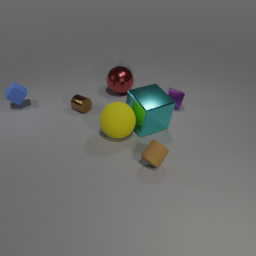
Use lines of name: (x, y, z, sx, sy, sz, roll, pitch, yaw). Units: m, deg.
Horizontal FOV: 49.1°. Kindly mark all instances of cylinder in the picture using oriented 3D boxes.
cylinder: (0.904, 0.857, 9.412, 0.700, 0.700, 0.700, 32, 81, 40)
cylinder: (-2.142, -1.122, 12.847, 0.700, 0.700, 0.700, 23, 39, 32)
cylinder: (-0.211, -3.178, 15.193, 0.700, 0.700, 0.700, -13, 62, 25)

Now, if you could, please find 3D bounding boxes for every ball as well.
ball: (-0.398, -2.445, 14.230, 1.400, 1.400, 1.400, 0, 32, 0)
ball: (-0.401, -0.305, 10.800, 1.400, 1.400, 1.400, 0, 32, 0)

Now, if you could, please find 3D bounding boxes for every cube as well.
cube: (0.832, -0.739, 11.337, 1.400, 1.400, 1.400, -17, 49, -25)
cube: (2.162, -1.421, 13.042, 0.700, 0.700, 0.700, 17, 17, -3)
cube: (-5.144, -1.599, 12.878, 0.700, 0.700, 0.700, 31, 13, -35)
